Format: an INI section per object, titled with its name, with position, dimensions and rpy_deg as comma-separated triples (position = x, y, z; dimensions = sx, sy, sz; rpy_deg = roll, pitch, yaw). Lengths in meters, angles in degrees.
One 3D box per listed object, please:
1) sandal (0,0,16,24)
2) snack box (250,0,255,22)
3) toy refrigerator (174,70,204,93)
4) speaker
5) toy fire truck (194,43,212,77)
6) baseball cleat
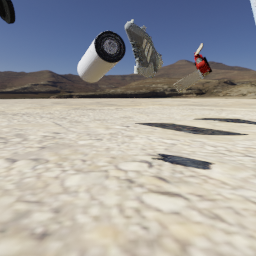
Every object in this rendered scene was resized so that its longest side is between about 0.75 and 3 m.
[sandal]
position = -2.556, -2.402, 5.310
dimensions = 0.358, 0.596, 1.587
rpy_deg = -19, 43, -29
[snack box]
position = 3.697, -2.958, 6.069
dimensions = 1.966, 2.764, 0.732
rpy_deg = -20, 10, -9
[toy refrigerator]
position = 2.138, -1.643, 9.865
dimensions = 0.966, 0.367, 0.338
rpy_deg = -31, -3, 33
[speaker]
position = -0.923, -2.161, 8.878
dimensions = 0.957, 0.957, 2.357
rpy_deg = -3, -5, -22
[toy fire truck]
position = 2.628, -2.442, 10.020
dimensions = 0.619, 0.847, 0.962
rpy_deg = -27, -40, 22
[baseball cleat]
position = 0.533, -2.884, 10.945
dimensions = 0.895, 1.367, 2.568
rpy_deg = 25, -10, 46
